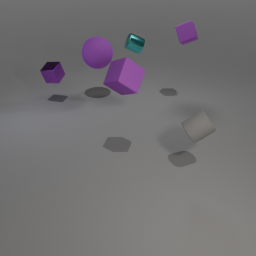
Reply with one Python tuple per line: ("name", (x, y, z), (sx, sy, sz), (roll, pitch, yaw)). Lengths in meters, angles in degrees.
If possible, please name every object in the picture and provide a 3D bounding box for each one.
("ball", (-1.372, -3.366, 12.552), (1.400, 1.400, 1.400), (0, 29, 0))
("cube", (-3.363, -2.487, 12.558), (0.700, 0.700, 0.700), (4, 48, 20))
("cylinder", (1.982, -0.039, 7.872), (0.700, 0.700, 0.700), (-34, 26, 14))
("cube", (2.464, -3.966, 11.700), (0.700, 0.700, 0.700), (-15, 3, 23))
("cube", (-0.100, -1.346, 7.404), (0.700, 0.700, 0.700), (27, -15, -36))
("cylinder", (0.292, -3.769, 12.510), (0.700, 0.700, 0.700), (17, 24, -20))
